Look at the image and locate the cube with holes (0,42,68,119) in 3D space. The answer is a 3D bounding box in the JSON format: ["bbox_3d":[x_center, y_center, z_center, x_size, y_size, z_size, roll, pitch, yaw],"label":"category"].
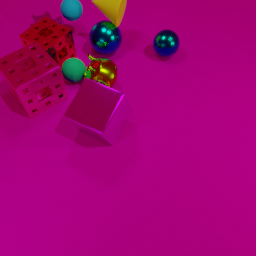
[{"bbox_3d":[-2.803,-1.410,8.288,1.337,1.337,1.337,-34,63,-20],"label":"cube with holes"}]

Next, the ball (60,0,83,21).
[{"bbox_3d":[-1.934,-4.068,9.600,0.754,0.754,0.754,0,57,0],"label":"ball"}]

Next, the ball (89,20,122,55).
[{"bbox_3d":[-0.756,-3.066,9.502,1.115,1.115,1.115,0,57,0],"label":"ball"}]

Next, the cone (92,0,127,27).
[{"bbox_3d":[-0.686,-3.923,8.996,1.025,1.021,1.021,19,59,3],"label":"cone"}]

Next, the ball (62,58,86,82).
[{"bbox_3d":[-1.729,-1.845,8.934,0.761,0.761,0.761,0,57,0],"label":"ball"}]

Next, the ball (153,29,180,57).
[{"bbox_3d":[1.291,-2.854,9.444,0.907,0.907,0.907,0,57,0],"label":"ball"}]

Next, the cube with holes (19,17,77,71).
[{"bbox_3d":[-2.580,-2.676,9.226,1.156,1.156,1.156,30,62,18],"label":"cube with holes"}]

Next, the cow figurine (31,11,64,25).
[{"bbox_3d":[-2.939,-3.873,10.349,1.110,0.609,1.092,-23,54,-20],"label":"cow figurine"}]

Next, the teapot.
[{"bbox_3d":[-0.903,-1.701,8.607,1.105,0.870,1.776,-43,45,25],"label":"teapot"}]

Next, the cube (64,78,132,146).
[{"bbox_3d":[-0.748,-0.409,7.522,1.193,1.193,1.193,24,79,17],"label":"cube"}]
